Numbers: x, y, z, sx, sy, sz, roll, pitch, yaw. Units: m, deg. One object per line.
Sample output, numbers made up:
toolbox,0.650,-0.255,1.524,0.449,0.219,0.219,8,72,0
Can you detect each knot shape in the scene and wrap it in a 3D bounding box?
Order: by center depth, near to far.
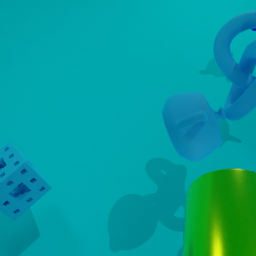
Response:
knot shape,2.262,-0.962,4.664,0.885,1.916,1.793,-7,20,-23

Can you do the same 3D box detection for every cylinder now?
cylinder,1.085,1.124,2.819,1.037,1.037,1.037,12,40,6

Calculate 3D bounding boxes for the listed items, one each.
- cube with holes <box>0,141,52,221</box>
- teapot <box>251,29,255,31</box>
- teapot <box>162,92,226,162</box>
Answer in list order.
cube with holes,-2.164,0.975,5.247,0.863,0.863,0.863,-42,43,-16
teapot,3.433,-2.515,5.540,2.022,0.990,1.258,-19,24,33
teapot,1.183,-0.076,4.769,0.952,1.944,1.209,-22,80,16
